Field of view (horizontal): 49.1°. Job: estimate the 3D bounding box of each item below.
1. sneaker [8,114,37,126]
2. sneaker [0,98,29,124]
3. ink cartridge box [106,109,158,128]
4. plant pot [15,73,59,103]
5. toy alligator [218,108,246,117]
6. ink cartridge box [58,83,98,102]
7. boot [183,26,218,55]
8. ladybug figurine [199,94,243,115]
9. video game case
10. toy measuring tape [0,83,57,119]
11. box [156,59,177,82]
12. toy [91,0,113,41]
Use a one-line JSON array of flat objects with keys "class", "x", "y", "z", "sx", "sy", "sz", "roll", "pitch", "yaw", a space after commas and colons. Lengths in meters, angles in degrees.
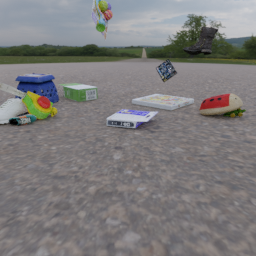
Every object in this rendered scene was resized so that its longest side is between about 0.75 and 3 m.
[{"class": "sneaker", "x": -4.474, "y": -0.295, "z": 11.868, "sx": 1.128, "sy": 0.403, "sz": 0.451, "roll": -8, "pitch": 23, "yaw": -8}, {"class": "sneaker", "x": -5.319, "y": -0.808, "z": 12.517, "sx": 0.921, "sy": 0.971, "sz": 2.411, "roll": 8, "pitch": 20, "yaw": 20}, {"class": "ink cartridge box", "x": 0.241, "y": -0.406, "z": 12.123, "sx": 1.805, "sy": 0.392, "sz": 1.788, "roll": 5, "pitch": 18, "yaw": 22}, {"class": "plant pot", "x": -5.198, "y": -2.218, "z": 15.927, "sx": 1.843, "sy": 1.657, "sz": 1.843, "roll": 6, "pitch": 19, "yaw": 18}, {"class": "toy alligator", "x": 4.874, "y": -0.675, "z": 13.216, "sx": 1.306, "sy": 0.314, "sz": 0.433, "roll": -4, "pitch": 43, "yaw": 13}, {"class": "ink cartridge box", "x": -3.175, "y": -2.275, "z": 17.587, "sx": 1.356, "sy": 0.775, "sz": 2.612, "roll": -14, "pitch": 22, "yaw": -38}, {"class": "boot", "x": 3.238, "y": -3.922, "z": 12.516, "sx": 1.402, "sy": 1.221, "sz": 0.485, "roll": 10, "pitch": -3, "yaw": 23}, {"class": "ladybug figurine", "x": 4.319, "y": -1.139, "z": 13.263, "sx": 2.046, "sy": 0.736, "sz": 1.389, "roll": -11, "pitch": 12, "yaw": 30}, {"class": "video game case", "x": 2.000, "y": -1.524, "z": 15.948, "sx": 2.660, "sy": 0.304, "sz": 2.421, "roll": 14, "pitch": 22, "yaw": 38}, {"class": "toy measuring tape", "x": -4.395, "y": -1.080, "z": 12.331, "sx": 2.968, "sy": 1.092, "sz": 1.092, "roll": 23, "pitch": -2, "yaw": -41}, {"class": "box", "x": 1.513, "y": -2.272, "z": 11.073, "sx": 0.636, "sy": 0.184, "sz": 0.801, "roll": -34, "pitch": 50, "yaw": 17}, {"class": "toy", "x": -0.593, "y": -2.948, "z": 7.129, "sx": 0.309, "sy": 0.754, "sz": 1.310, "roll": -10, "pitch": 53, "yaw": 22}]
